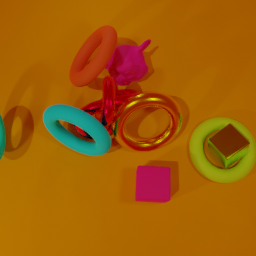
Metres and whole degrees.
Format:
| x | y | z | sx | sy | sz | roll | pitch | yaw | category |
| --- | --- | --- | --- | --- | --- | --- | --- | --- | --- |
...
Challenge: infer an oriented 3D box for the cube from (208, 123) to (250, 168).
| x | y | z | sx | sy | sz | roll | pitch | yaw | category |
| --- | --- | --- | --- | --- | --- | --- | --- | --- | --- |
| 2.721 | 0.493 | 7.632 | 0.761 | 0.761 | 0.761 | -35 | 60 | -3 | cube |

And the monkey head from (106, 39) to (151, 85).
| x | y | z | sx | sy | sz | roll | pitch | yaw | category |
| --- | --- | --- | --- | --- | --- | --- | --- | --- | --- |
| -0.098 | -1.905 | 8.055 | 1.860 | 1.338 | 1.121 | -22 | 83 | 8 | monkey head |

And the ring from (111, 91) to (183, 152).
| x | y | z | sx | sy | sz | roll | pitch | yaw | category |
| --- | --- | --- | --- | --- | --- | --- | --- | --- | --- |
| 0.523 | -0.116 | 7.553 | 1.950 | 1.950 | 0.390 | -11 | 39 | -2 | ring |

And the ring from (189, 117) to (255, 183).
| x | y | z | sx | sy | sz | roll | pitch | yaw | category |
| --- | --- | --- | --- | --- | --- | --- | --- | --- | --- |
| 2.710 | 0.606 | 8.005 | 1.907 | 0.381 | 1.907 | 0 | 77 | 1 | ring |

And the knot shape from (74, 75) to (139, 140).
| x | y | z | sx | sy | sz | roll | pitch | yaw | category |
| --- | --- | --- | --- | --- | --- | --- | --- | --- | --- |
| -0.642 | -0.447 | 7.645 | 0.935 | 2.023 | 1.893 | 43 | 105 | 6 | knot shape |

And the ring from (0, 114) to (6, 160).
| x | y | z | sx | sy | sz | roll | pitch | yaw | category |
| --- | --- | --- | --- | --- | --- | --- | --- | --- | --- |
| -3.665 | 0.167 | 7.481 | 0.321 | 1.607 | 1.607 | -5 | 78 | -6 | ring |

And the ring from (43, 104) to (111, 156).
| x | y | z | sx | sy | sz | roll | pitch | yaw | category |
| --- | --- | --- | --- | --- | --- | --- | --- | --- | --- |
| -1.337 | 0.097 | 7.353 | 1.944 | 1.944 | 0.389 | 24 | 61 | 5 | ring |

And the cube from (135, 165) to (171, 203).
| x | y | z | sx | sy | sz | roll | pitch | yaw | category |
| --- | --- | --- | --- | --- | --- | --- | --- | --- | --- |
| 0.651 | 1.527 | 7.533 | 0.863 | 0.863 | 0.863 | 3 | 72 | 0 | cube |

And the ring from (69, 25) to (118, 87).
| x | y | z | sx | sy | sz | roll | pitch | yaw | category |
| --- | --- | --- | --- | --- | --- | --- | --- | --- | --- |
| -0.984 | -1.979 | 7.715 | 0.381 | 1.904 | 1.904 | 31 | 77 | -31 | ring |
